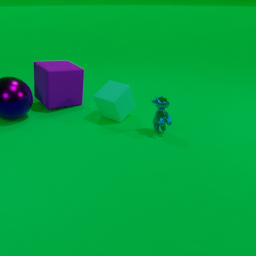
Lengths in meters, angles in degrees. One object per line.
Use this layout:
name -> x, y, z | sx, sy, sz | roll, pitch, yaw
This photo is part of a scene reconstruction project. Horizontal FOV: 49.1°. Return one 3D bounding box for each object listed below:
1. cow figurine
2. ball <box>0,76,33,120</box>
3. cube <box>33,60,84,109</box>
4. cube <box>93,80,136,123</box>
cow figurine -> 0.935, -0.420, 8.112 | 0.502, 0.915, 0.901 | -10, 68, -20
ball -> -3.780, -0.953, 8.998 | 1.391, 1.391, 1.391 | 0, 26, 0
cube -> -2.524, -1.615, 10.170 | 1.360, 1.360, 1.360 | -12, 31, -35
cube -> -0.422, -0.871, 9.100 | 0.889, 0.889, 0.889 | 19, 55, 34
